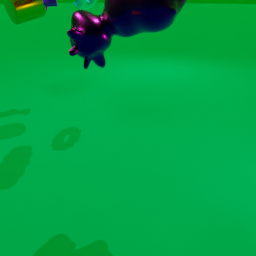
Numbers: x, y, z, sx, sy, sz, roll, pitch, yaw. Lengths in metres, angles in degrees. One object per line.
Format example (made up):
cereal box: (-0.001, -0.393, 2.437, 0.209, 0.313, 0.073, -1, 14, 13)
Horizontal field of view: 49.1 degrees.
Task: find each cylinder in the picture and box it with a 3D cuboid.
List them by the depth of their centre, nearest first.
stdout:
cylinder: (-2.851, -3.388, 7.699, 0.855, 0.855, 0.855, -30, 38, -27)

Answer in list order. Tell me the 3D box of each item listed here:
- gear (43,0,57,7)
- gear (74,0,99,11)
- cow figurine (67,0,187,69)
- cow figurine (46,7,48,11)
gear: (-1.834, -3.569, 6.281, 0.283, 1.532, 1.532, -6, 27, -9)
gear: (-0.987, -3.601, 7.413, 0.211, 1.143, 1.143, 38, 33, 1)
cow figurine: (-0.068, -1.510, 3.912, 1.558, 1.533, 0.855, 19, -13, 36)
cow figurine: (-3.027, -4.051, 8.895, 0.941, 0.516, 0.926, -14, 71, -36)
